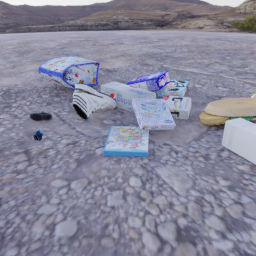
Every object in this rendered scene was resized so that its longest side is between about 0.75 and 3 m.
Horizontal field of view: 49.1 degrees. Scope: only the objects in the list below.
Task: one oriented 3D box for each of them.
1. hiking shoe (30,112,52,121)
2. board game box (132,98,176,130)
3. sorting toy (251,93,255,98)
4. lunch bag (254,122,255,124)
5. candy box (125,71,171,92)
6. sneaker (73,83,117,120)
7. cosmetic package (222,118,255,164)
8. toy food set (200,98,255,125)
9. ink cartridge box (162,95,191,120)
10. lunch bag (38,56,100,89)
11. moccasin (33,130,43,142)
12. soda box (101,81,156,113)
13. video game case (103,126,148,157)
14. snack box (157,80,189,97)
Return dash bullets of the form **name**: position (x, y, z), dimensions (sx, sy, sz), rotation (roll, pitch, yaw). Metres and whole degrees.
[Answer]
- **hiking shoe**: position (-3.630, -0.488, 11.681), dimensions (0.891, 0.337, 0.449), rotation (3, 14, -16)
- **board game box**: position (0.967, -0.553, 10.764), dimensions (1.398, 0.288, 1.394), rotation (1, 50, -21)
- **sorting toy**: position (6.618, -1.573, 13.950), dimensions (1.044, 0.558, 0.940), rotation (4, 6, 8)
- **lunch bag**: position (5.032, 0.067, 10.098), dimensions (0.920, 0.569, 0.782), rotation (0, 23, -19)
- **candy box**: position (1.044, -2.342, 14.650), dimensions (1.875, 0.722, 1.585), rotation (-5, 20, 32)
- **sneaker**: position (-1.494, -0.919, 12.035), dimensions (0.876, 1.336, 2.322), rotation (7, -11, 43)
- **cosmetic package**: position (3.887, 0.445, 8.784), dimensions (0.752, 0.954, 1.773), rotation (-11, 28, -27)
- **toy food set**: position (4.506, -0.687, 11.267), dimensions (2.809, 0.690, 2.838), rotation (4, 16, 35)
- **ink cartridge box**: position (2.014, -0.896, 11.941), dimensions (1.245, 0.516, 0.907), rotation (8, 46, 18)
- **lunch bag**: position (-3.353, -3.140, 15.891), dimensions (2.282, 1.662, 2.684), rotation (20, 23, 35)
- **moccasin**: position (-2.884, 0.253, 8.847), dimensions (0.311, 0.774, 0.264), rotation (48, 61, 4)
- **soda box**: position (-0.035, -1.420, 12.972), dimensions (0.942, 0.876, 2.761), rotation (-22, 33, -40)
- **video game case**: position (-0.007, 0.413, 9.786), dimensions (1.434, 0.178, 2.004), rotation (2, 25, 4)
- **snack box**: position (2.455, -2.122, 15.096), dimensions (1.284, 0.410, 2.210), rotation (8, 26, 17)
